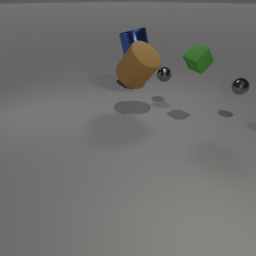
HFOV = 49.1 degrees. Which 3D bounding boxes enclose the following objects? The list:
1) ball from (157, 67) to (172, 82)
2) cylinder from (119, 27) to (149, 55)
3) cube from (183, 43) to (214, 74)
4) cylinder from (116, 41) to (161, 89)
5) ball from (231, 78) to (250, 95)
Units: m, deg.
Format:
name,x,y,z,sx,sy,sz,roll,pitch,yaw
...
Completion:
name,x,y,z,sx,sy,sz,roll,pitch,yaw
ball,1.699,-2.517,13.201,0.700,0.700,0.700,0,28,0
cylinder,0.364,-4.341,14.518,1.400,1.400,1.400,-12,18,4
cube,2.568,-2.529,10.220,0.700,0.700,0.700,-47,46,-3
cylinder,0.415,-2.559,11.464,1.400,1.400,1.400,17,52,-23
ball,4.620,-1.701,11.509,0.700,0.700,0.700,0,28,0
